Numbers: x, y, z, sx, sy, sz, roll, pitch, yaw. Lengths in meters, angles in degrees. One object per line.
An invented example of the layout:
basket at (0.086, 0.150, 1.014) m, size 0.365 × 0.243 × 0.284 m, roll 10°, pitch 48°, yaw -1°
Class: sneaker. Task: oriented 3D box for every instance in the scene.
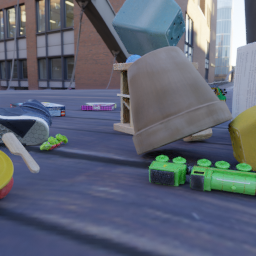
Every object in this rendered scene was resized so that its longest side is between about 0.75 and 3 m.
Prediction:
sneaker at (-2.841, -0.198, 6.437) m, size 2.174 × 0.827 × 1.571 m, roll 8°, pitch 19°, yaw -10°

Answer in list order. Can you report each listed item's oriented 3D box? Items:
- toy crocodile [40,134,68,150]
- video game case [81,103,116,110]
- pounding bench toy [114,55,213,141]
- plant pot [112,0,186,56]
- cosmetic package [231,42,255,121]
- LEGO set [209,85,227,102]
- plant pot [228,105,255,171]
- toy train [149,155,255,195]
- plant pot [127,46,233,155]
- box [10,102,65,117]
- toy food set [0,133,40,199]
toy crocodile at (-1.518, 0.310, 5.742) m, size 0.258 × 0.236 × 0.763 m, roll -40°, pitch -3°, yaw 20°
video game case at (-1.405, -1.053, 13.722) m, size 1.491 × 0.267 × 1.352 m, roll 1°, pitch 9°, yaw 6°
pounding bench toy at (1.000, -0.860, 7.124) m, size 1.629 × 2.046 × 2.623 m, roll -7°, pitch 12°, yaw -35°
plant pot at (0.794, -3.091, 8.483) m, size 1.611 × 1.581 × 1.577 m, roll 26°, pitch -10°, yaw 28°
cosmetic package at (4.130, -0.880, 6.475) m, size 2.294 × 2.292 × 2.780 m, roll 0°, pitch 10°, yaw -6°
LEGO set at (3.272, -1.122, 12.624) m, size 2.173 × 1.259 × 1.671 m, roll -4°, pitch 39°, yaw -5°
plant pot at (2.220, 0.159, 4.371) m, size 1.088 × 1.064 × 1.057 m, roll -15°, pitch 8°, yaw 7°
toy train at (1.034, 0.620, 3.590) m, size 1.614 × 0.337 × 0.455 m, roll 4°, pitch 20°, yaw 22°
plant pot at (0.723, -0.516, 4.963) m, size 1.743 × 1.513 × 1.743 m, roll -20°, pitch -7°, yaw -3°
box at (-3.716, -0.750, 11.398) m, size 1.552 × 0.428 × 2.272 m, roll -6°, pitch 11°, yaw -34°
toy food set at (-1.874, 0.635, 3.145) m, size 0.973 × 0.540 × 1.654 m, roll 34°, pitch 29°, yaw 28°
